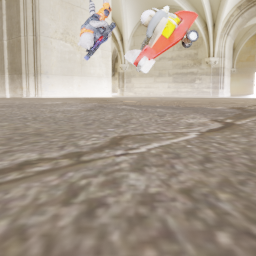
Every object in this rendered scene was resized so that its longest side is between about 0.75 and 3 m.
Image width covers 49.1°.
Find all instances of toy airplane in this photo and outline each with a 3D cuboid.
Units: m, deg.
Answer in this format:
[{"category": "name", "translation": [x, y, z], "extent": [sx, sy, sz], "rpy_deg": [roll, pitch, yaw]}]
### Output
[{"category": "toy airplane", "translation": [0.972, -3.322, 10.273], "extent": [2.726, 1.924, 2.714], "rpy_deg": [-30, 4, 44]}]

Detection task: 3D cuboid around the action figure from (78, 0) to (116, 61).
[{"category": "action figure", "translation": [-1.237, -3.368, 9.627], "extent": [1.136, 2.101, 2.172], "rpy_deg": [31, -38, -20]}]
